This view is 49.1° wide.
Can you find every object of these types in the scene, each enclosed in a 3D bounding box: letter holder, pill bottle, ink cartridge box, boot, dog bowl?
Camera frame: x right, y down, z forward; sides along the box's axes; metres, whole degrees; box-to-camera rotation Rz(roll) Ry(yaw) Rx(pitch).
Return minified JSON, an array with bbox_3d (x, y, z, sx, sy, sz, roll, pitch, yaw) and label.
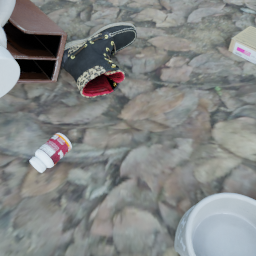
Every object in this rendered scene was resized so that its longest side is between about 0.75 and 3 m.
[{"bbox_3d":[-3.456,-2.640,7.787,2.132,1.508,2.999,-11,46,-42],"label":"letter holder"},{"bbox_3d":[-1.713,0.556,6.221,0.494,0.494,0.875,29,56,22],"label":"pill bottle"},{"bbox_3d":[-2.193,-1.205,3.422,1.040,1.040,1.867,-36,78,-27],"label":"pill bottle"},{"bbox_3d":[4.094,-2.582,8.867,1.115,0.508,1.353,-35,58,-25],"label":"ink cartridge box"},{"bbox_3d":[-0.612,-1.992,8.073,2.597,0.950,1.956,-22,52,-13],"label":"boot"},{"bbox_3d":[1.853,2.058,4.885,2.030,0.595,2.030,1,49,-1],"label":"dog bowl"},{"bbox_3d":[-3.549,-2.949,5.200,2.587,1.479,1.479,36,57,9],"label":"pill bottle"}]
